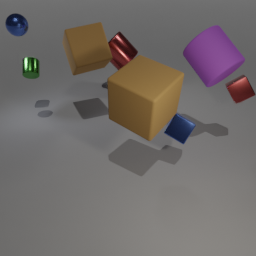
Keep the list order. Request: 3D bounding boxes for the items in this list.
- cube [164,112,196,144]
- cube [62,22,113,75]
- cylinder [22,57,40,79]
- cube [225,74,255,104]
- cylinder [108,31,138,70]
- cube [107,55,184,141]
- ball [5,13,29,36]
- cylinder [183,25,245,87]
[{"bbox_3d":[1.614,-0.007,8.680,0.700,0.700,0.700,31,12,8],"label":"cube"},{"bbox_3d":[-1.577,-2.968,10.650,1.400,1.400,1.400,-18,4,-16],"label":"cube"},{"bbox_3d":[-4.170,-2.571,12.045,0.700,0.700,0.700,-5,-15,-1],"label":"cylinder"},{"bbox_3d":[3.839,-1.332,9.623,0.700,0.700,0.700,-28,8,21],"label":"cube"},{"bbox_3d":[-0.446,-3.881,14.183,1.400,1.400,1.400,-41,17,15],"label":"cylinder"},{"bbox_3d":[0.436,-0.809,7.341,1.400,1.400,1.400,29,52,23],"label":"cube"},{"bbox_3d":[-3.582,-3.323,9.041,0.700,0.700,0.700,0,29,0],"label":"ball"},{"bbox_3d":[2.720,-2.264,8.955,1.400,1.400,1.400,-25,77,-38],"label":"cylinder"}]
